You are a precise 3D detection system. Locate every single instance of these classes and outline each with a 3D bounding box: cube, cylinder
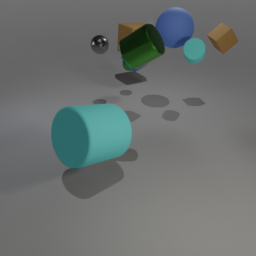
[{"bbox_3d":[0.413,-4.534,14.301,1.400,1.400,1.400,-14,33,-29],"label":"cube"},{"bbox_3d":[0.293,-1.674,5.771,0.700,0.700,0.700,-23,17,32],"label":"cylinder"},{"bbox_3d":[2.200,-2.551,9.301,0.700,0.700,0.700,8,4,14],"label":"cylinder"},{"bbox_3d":[3.534,-3.346,10.453,0.700,0.700,0.700,-40,39,13],"label":"cube"},{"bbox_3d":[0.343,-2.428,9.383,0.700,0.700,0.700,50,47,5],"label":"cube"},{"bbox_3d":[-0.866,0.146,6.725,1.400,1.400,1.400,23,21,35],"label":"cylinder"}]

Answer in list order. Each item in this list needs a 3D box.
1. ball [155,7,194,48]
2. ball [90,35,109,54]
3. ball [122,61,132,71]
[{"bbox_3d":[1.696,-3.638,10.211,1.400,1.400,1.400,0,29,0],"label":"ball"},{"bbox_3d":[-1.074,-3.166,10.644,0.700,0.700,0.700,0,29,0],"label":"ball"},{"bbox_3d":[0.085,-2.974,12.887,0.700,0.700,0.700,0,29,0],"label":"ball"}]
